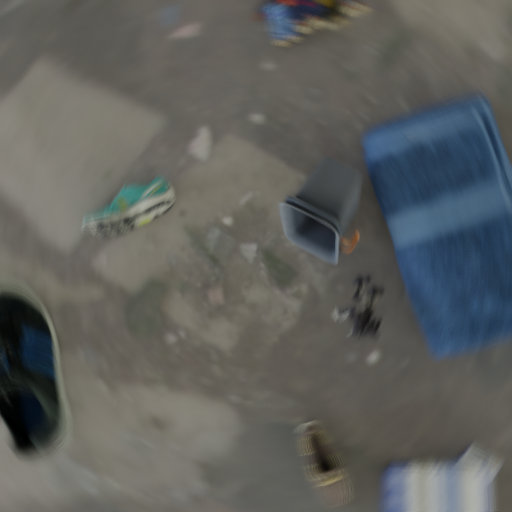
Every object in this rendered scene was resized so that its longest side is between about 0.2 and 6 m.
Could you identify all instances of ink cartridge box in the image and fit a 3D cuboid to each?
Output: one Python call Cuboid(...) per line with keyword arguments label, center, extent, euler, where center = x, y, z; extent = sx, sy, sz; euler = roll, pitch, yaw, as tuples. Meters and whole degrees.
Cuboid(label="ink cartridge box", center=(4.149, 4.151, 10.705), extent=(0.714, 0.155, 0.701), euler=(31, 89, -1))

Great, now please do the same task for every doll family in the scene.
Cuboid(label="doll family", center=(1.035, -5.022, 10.908), extent=(2.201, 0.864, 1.272), euler=(-18, 92, 2))

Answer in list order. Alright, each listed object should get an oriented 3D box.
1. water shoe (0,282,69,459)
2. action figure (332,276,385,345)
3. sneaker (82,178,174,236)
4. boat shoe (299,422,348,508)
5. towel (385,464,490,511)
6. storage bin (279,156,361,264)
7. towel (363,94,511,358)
Cuboid(label="water shoe", center=(-4.284, 2.010, 10.247), extent=(1.178, 1.301, 3.296), euler=(-21, 87, -1))
Cuboid(label="action figure", center=(1.939, 1.086, 10.352), extent=(0.861, 0.739, 1.449), euler=(35, 47, -10))
Cuboid(label="sneaker", center=(-2.489, -0.936, 10.842), extent=(1.827, 0.708, 0.727), euler=(-23, 69, -6))
Cuboid(label="boat shoe", center=(1.291, 3.985, 10.537), extent=(0.605, 0.501, 1.685), euler=(-21, 87, -1))
Cuboid(label="towel", center=(3.426, 4.636, 10.588), extent=(1.959, 0.233, 1.438), euler=(-2, 90, 5))
Cuboid(label="storage bin", center=(1.348, -0.829, 10.159), extent=(1.360, 1.868, 1.255), euler=(29, 77, 16))
Cuboid(label="towel", center=(3.791, -0.533, 10.487), extent=(2.552, 1.110, 4.572), euler=(-18, 87, 0))
